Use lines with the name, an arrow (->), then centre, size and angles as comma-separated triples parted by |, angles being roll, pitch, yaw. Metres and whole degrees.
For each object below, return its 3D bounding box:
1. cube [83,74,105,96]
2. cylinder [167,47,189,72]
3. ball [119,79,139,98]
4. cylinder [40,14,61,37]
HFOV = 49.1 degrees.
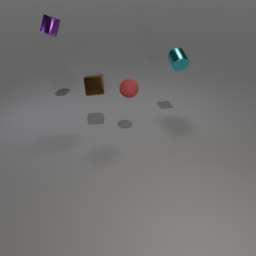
cube -> -1.279, -1.651, 10.711 | 0.700, 0.700, 0.700 | -6, 17, -1
cylinder -> 2.029, -2.761, 11.303 | 0.700, 0.700, 0.700 | -8, 54, -13
ball -> 0.040, -1.441, 10.196 | 0.700, 0.700, 0.700 | 0, 31, 0
cylinder -> -3.218, -4.235, 11.589 | 0.700, 0.700, 0.700 | 17, 16, -5
